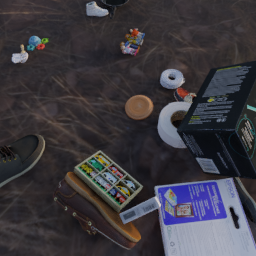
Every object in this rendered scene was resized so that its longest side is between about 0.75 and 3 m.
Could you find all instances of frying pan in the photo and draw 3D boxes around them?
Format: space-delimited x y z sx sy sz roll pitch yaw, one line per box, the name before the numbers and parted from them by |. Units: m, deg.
frying pan | -0.511 -6.337 14.314 1.506 0.405 2.490 -16 60 -9

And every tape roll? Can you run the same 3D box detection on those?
tape roll | 1.916 -0.131 10.057 1.687 0.590 1.687 0 57 0

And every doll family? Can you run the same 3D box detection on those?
doll family | 0.125 -3.787 12.590 0.865 0.628 1.394 22 77 6

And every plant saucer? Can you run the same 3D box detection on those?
plant saucer | 0.413 -0.808 10.652 1.063 0.172 1.063 -4 63 8

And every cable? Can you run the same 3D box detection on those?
cable | 1.791 -2.004 11.466 0.928 0.321 0.929 32 62 20

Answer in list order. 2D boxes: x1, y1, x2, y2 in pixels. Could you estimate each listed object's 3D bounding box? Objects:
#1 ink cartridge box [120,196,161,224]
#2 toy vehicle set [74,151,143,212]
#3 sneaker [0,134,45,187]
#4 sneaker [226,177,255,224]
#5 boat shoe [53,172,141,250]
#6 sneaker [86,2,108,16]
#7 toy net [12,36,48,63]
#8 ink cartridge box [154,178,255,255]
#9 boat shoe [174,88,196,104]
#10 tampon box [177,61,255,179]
ink cartridge box | 0.387 2.208 7.647 1.039 1.278 0.365 -26 71 3
toy vehicle set | -0.603 1.577 8.603 1.857 0.246 1.154 38 42 17
sneaker | -3.887 0.930 8.834 1.019 1.448 2.726 37 64 22
sneaker | 3.281 2.270 8.542 0.834 0.587 1.570 -19 50 -5
boat shoe | -0.965 2.522 8.119 2.860 1.007 1.006 37 93 19
sneaker | -1.524 -5.923 13.898 1.088 0.629 0.401 -3 55 -4
toy net | -4.332 -3.383 12.394 0.988 0.364 1.884 22 61 11
ink cartridge box | 2.166 2.779 8.141 2.472 0.536 2.449 -6 57 -2
boat shoe | 2.501 -0.996 10.643 0.656 0.577 1.844 -32 62 -20
tampon box | 3.307 -0.274 8.804 1.872 2.223 2.966 -1 45 47
